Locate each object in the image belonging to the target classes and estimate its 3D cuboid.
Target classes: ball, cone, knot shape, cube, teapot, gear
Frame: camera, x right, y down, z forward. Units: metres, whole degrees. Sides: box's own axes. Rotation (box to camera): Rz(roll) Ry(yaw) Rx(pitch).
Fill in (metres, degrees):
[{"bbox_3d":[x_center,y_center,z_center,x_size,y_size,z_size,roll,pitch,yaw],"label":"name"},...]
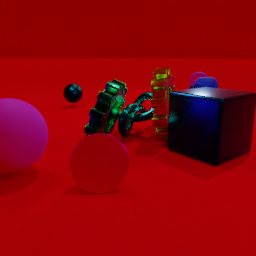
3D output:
[{"bbox_3d":[-2.152,-1.363,10.983,0.772,0.772,0.772,0,15,0],"label":"ball"},{"bbox_3d":[-0.469,0.624,4.835,0.931,0.931,0.935,-1,-10,-3],"label":"cone"},{"bbox_3d":[2.701,-1.633,10.622,0.497,1.007,1.076,-22,31,-22],"label":"knot shape"},{"bbox_3d":[1.757,-0.124,5.981,1.303,1.303,1.303,-12,19,-38],"label":"cube"},{"bbox_3d":[1.945,-0.952,7.369,0.673,0.855,1.375,27,3,21],"label":"teapot"},{"bbox_3d":[-0.471,-0.304,6.192,0.284,1.537,1.537,24,20,9],"label":"gear"},{"bbox_3d":[0.904,-0.590,6.852,0.316,1.708,1.708,-2,14,18],"label":"gear"},{"bbox_3d":[0.257,-0.414,7.263,1.312,0.648,1.402,-36,6,12],"label":"knot shape"},{"bbox_3d":[-2.055,0.128,4.871,1.279,1.279,1.279,0,15,0],"label":"ball"}]

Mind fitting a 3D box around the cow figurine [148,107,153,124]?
[{"bbox_3d":[1.047,-0.488,8.366,0.532,0.970,0.954,9,51,36],"label":"cow figurine"}]
